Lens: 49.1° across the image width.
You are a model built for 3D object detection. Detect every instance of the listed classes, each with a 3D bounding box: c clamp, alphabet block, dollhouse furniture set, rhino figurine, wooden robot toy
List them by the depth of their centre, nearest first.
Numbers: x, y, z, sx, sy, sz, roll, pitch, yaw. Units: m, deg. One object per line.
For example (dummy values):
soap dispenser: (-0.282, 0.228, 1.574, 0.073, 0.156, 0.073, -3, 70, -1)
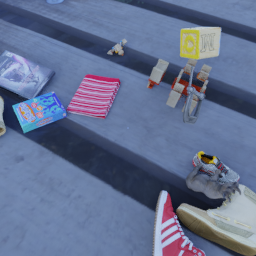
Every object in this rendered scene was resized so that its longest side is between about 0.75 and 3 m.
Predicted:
rhino figurine: (2.594, 1.720, 8.583, 1.970, 0.589, 0.861, 15, 66, 53)
c clamp: (2.065, -0.852, 8.612, 0.247, 1.825, 1.559, 14, 88, 27)
alphabet block: (2.600, -3.084, 10.130, 1.042, 1.023, 1.017, -16, 24, -28)
dollhouse furniture set: (2.134, -1.876, 12.022, 2.404, 1.252, 2.431, 26, 53, 7)
wooden robot toy: (-0.447, -3.905, 14.118, 0.605, 0.587, 1.333, 47, 56, -8)

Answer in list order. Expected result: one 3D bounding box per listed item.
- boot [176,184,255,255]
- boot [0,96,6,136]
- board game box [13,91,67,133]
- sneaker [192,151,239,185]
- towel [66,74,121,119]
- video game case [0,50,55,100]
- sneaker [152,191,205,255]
boot: (2.773, 2.389, 8.288, 2.337, 0.851, 1.817, 22, 53, 16)
boot: (-5.949, -0.214, 10.550, 2.520, 0.917, 1.958, -14, 51, -16)
board game box: (-3.546, -0.677, 11.249, 1.765, 0.397, 1.342, -24, 53, -20)
sneaker: (2.921, 1.335, 9.334, 1.604, 0.659, 0.624, 27, 54, 21)
towel: (-1.420, -1.428, 11.998, 1.722, 0.268, 2.381, 10, 50, 10)
video game case: (-4.811, -2.321, 12.337, 2.582, 0.245, 1.845, 23, 59, 5)
sneaker: (1.406, 2.989, 7.741, 1.403, 0.889, 2.495, 3, 56, 8)
